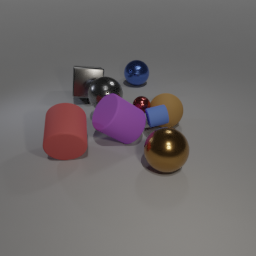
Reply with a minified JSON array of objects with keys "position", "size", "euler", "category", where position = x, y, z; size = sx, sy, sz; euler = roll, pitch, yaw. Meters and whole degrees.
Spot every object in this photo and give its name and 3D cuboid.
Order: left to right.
[{"position":[-2.086,0.119,9.393],"size":[1.400,1.400,1.400],"euler":[-4,48,-7],"category":"cylinder"},{"position":[-1.949,-2.237,13.540],"size":[1.400,1.400,1.400],"euler":[2,15,-11],"category":"cube"},{"position":[-0.903,-1.354,11.224],"size":[1.400,1.400,1.400],"euler":[0,29,0],"category":"ball"},{"position":[-0.321,-0.312,10.026],"size":[1.400,1.400,1.400],"euler":[28,10,-37],"category":"cylinder"},{"position":[0.476,-3.041,15.470],"size":[1.400,1.400,1.400],"euler":[0,29,0],"category":"ball"},{"position":[0.525,-0.889,10.874],"size":[0.700,0.700,0.700],"euler":[0,29,0],"category":"ball"},{"position":[1.058,-0.438,10.221],"size":[0.700,0.700,0.700],"euler":[-14,30,-4],"category":"cylinder"},{"position":[1.522,-0.701,11.294],"size":[1.400,1.400,1.400],"euler":[0,29,0],"category":"ball"},{"position":[1.192,0.675,8.695],"size":[1.400,1.400,1.400],"euler":[0,29,0],"category":"ball"}]
